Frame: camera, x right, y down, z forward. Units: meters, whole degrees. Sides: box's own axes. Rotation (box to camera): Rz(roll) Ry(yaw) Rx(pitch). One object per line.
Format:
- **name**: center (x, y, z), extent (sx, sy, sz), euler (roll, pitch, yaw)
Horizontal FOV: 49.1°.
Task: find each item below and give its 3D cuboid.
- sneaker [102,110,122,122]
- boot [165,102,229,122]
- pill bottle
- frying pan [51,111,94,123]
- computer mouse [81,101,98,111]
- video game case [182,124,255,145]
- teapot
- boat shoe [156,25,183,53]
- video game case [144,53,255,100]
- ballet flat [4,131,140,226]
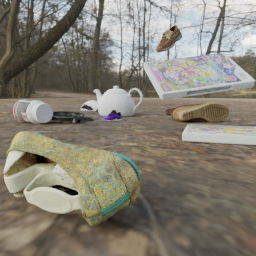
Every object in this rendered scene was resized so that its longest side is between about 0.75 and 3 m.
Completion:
- **sneaker**: center (-0.700, -0.540, 12.067), extent (0.968, 0.482, 0.337), euler (-5, 9, -36)
- **boot**: center (2.962, -0.749, 12.253), extent (2.309, 0.835, 1.921), euler (-5, 10, -9)
- **pill bottle**: center (-3.793, -0.649, 11.214), extent (1.613, 0.935, 0.935), euler (8, 11, 41)
- **frying pan**: center (-2.132, -0.422, 11.534), extent (2.545, 0.414, 1.540), euler (9, 13, 24)
- **computer mouse**: center (-1.892, -1.395, 17.769), extent (2.989, 0.656, 1.639), euler (6, 11, 39)
- **video game case**: center (2.737, 0.146, 7.798), extent (2.269, 0.260, 2.065), euler (2, 7, 16)
- **teapot**: center (-0.555, -1.422, 14.649), extent (2.113, 1.543, 2.086), euler (-2, 8, -21)
- **boat shoe**: center (1.701, -3.881, 12.159), extent (0.717, 0.680, 1.894), euler (-2, 36, 39)
- **video game case**: center (1.957, -1.565, 8.096), extent (2.641, 0.238, 1.891), euler (-9, 39, -8)
- **ballet flat**: center (-0.961, 0.536, 3.286), extent (2.424, 0.857, 0.857), euler (6, 10, 42)
